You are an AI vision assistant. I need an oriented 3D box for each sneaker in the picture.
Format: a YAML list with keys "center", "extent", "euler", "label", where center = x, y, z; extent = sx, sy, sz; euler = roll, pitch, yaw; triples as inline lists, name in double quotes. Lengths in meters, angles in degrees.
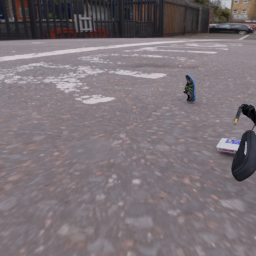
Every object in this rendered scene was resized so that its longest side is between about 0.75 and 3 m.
- center: [2.377, -1.543, 10.924]
  extent: [0.463, 1.116, 0.396]
  euler: [-11, 15, 1]
  label: "sneaker"

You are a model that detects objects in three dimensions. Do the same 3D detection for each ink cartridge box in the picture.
- center: [2.591, 0.442, 6.808]
  extent: [0.783, 0.145, 0.371]
  euler: [5, 40, 44]
  label: "ink cartridge box"

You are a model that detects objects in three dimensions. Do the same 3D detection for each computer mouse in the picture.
- center: [2.208, 0.238, 5.137]
  extent: [0.322, 0.982, 1.399]
  euler: [2, 56, 53]
  label: "computer mouse"
